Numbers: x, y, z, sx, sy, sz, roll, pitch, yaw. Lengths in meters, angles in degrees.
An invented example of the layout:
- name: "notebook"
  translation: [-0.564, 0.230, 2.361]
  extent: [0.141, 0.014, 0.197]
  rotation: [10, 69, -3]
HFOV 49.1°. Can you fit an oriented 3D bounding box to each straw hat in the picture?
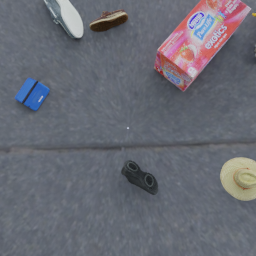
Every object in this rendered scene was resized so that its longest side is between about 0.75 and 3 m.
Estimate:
- name: "straw hat"
  translation: [3.388, 1.445, 7.995]
  extent: [1.342, 0.568, 1.342]
  rotation: [0, 79, 0]

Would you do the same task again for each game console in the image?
- name: "game console"
  translation: [-2.966, -1.052, 8.678]
  extent: [0.700, 0.485, 0.820]
  rotation: [35, 81, -26]

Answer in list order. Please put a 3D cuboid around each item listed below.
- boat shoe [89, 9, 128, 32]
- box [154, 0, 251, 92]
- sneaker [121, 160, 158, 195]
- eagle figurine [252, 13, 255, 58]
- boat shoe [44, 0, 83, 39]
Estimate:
- name: "boat shoe"
  translation: [-0.657, -3.487, 8.948]
  extent: [1.281, 0.462, 0.461]
  rotation: [-22, 69, -4]
- name: "box"
  translation: [2.110, -2.599, 8.300]
  extent: [1.271, 1.378, 2.685]
  rotation: [40, 84, 7]
- name: "sneaker"
  translation: [0.330, 1.456, 7.968]
  extent: [1.241, 0.563, 0.471]
  rotation: [42, 47, 9]
- name: "eagle figurine"
  translation: [4.543, -3.204, 8.345]
  extent: [1.652, 1.661, 2.189]
  rotation: [-13, 59, 33]
- name: "boat shoe"
  translation: [-2.112, -3.668, 8.969]
  extent: [0.630, 0.742, 2.039]
  rotation: [-30, 87, 39]
